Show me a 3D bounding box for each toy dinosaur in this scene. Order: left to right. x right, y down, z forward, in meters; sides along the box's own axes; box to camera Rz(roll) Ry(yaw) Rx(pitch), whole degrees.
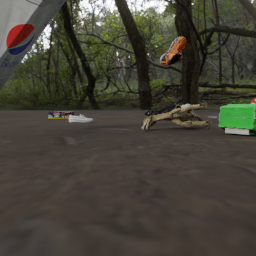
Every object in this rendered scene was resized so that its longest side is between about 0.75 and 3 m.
[{"bbox_3d":[1.739,-0.381,8.403,2.894,0.842,1.463,-4,5,-39],"label":"toy dinosaur"}]

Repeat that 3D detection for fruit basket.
[{"bbox_3d":[3.086,-0.132,6.935,1.668,0.782,1.545,13,-5,-40],"label":"fruit basket"}]

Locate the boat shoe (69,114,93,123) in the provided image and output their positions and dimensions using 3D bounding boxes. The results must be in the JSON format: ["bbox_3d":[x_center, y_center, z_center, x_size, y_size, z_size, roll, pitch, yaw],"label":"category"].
[{"bbox_3d":[-1.956,-0.401,11.696,1.015,0.339,0.373,-1,5,-15],"label":"boat shoe"}]

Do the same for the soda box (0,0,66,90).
[{"bbox_3d":[-2.741,-2.304,6.517,0.984,2.882,0.914,38,2,1],"label":"soda box"}]

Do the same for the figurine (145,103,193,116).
[{"bbox_3d":[2.079,-0.758,14.062,1.844,0.813,1.890,-2,1,42],"label":"figurine"}]

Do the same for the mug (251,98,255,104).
[{"bbox_3d":[5.547,-0.513,10.000,1.262,1.679,1.892,-42,19,-23],"label":"mug"}]

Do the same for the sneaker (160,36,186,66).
[{"bbox_3d":[1.708,-2.577,9.530,0.493,1.271,0.712,41,-7,-33],"label":"sneaker"}]

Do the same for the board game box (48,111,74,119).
[{"bbox_3d":[-3.684,-0.728,15.550,1.149,0.394,1.390,1,4,-2],"label":"board game box"}]
